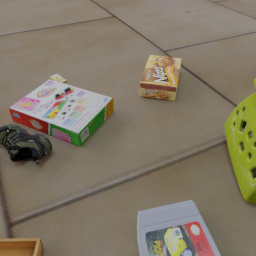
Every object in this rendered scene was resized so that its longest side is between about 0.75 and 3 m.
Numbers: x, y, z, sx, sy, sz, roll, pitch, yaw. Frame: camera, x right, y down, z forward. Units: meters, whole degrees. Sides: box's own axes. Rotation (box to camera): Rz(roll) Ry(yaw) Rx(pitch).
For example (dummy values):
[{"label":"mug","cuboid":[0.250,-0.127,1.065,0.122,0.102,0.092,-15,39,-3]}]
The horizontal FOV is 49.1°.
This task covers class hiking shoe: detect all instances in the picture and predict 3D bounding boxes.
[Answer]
[{"label":"hiking shoe","cuboid":[-3.403,0.504,8.507,2.018,0.764,1.016,11,34,12]}]

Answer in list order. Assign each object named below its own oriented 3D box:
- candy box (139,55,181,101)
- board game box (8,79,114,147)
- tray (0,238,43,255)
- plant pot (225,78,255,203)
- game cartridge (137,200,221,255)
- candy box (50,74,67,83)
[{"label":"candy box","cuboid":[1.399,-2.164,11.723,1.437,0.689,2.490,8,41,9]},{"label":"board game box","cuboid":[-2.321,-0.676,10.054,2.944,0.594,2.253,19,44,21]},{"label":"tray","cuboid":[-2.992,2.946,6.009,2.063,0.382,1.018,0,40,-1]},{"label":"plant pot","cuboid":[4.422,0.184,7.248,2.772,2.515,2.758,2,50,-1]},{"label":"game cartridge","cuboid":[1.120,2.801,6.126,1.669,0.513,2.508,-12,42,-8]},{"label":"candy box","cuboid":[-3.024,-2.115,12.127,0.388,0.100,0.759,-29,48,-33]}]
